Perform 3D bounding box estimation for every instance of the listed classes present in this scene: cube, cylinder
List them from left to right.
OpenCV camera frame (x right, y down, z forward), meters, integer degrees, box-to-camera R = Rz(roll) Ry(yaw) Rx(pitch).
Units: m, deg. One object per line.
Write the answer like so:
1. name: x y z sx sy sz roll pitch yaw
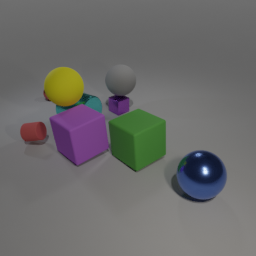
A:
1. cylinder: -3.551 0.136 10.547 0.700 0.700 0.700 -6 28 17
2. cylinder: -2.041 -0.804 11.741 1.400 1.400 1.400 19 35 29
3. cube: -1.694 0.184 9.857 1.400 1.400 1.400 -28 37 -33
4. cube: -0.418 -1.101 12.983 0.700 0.700 0.700 -25 38 -36
5. cube: 0.336 0.353 9.626 1.400 1.400 1.400 -25 35 -32

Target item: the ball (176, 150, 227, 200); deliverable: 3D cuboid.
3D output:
1. ball: 2.101 1.333 8.031 1.400 1.400 1.400 0 30 0

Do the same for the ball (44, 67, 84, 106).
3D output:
1. ball: -2.295 -1.481 10.081 1.400 1.400 1.400 0 30 0

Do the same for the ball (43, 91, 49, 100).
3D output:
1. ball: -3.913 -1.757 14.111 0.700 0.700 0.700 0 30 0

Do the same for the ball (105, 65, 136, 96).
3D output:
1. ball: -0.327 -2.152 12.670 1.400 1.400 1.400 0 30 0
